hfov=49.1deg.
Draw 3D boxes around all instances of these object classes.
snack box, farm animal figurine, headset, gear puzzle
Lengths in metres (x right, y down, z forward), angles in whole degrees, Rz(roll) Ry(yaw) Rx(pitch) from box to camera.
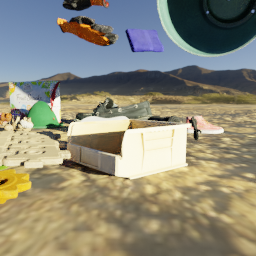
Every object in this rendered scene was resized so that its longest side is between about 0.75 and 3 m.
[{"bbox_3d":[-3.478,-0.967,10.399,2.143,1.524,0.568,3,7,30],"label":"snack box"},{"bbox_3d":[-2.935,-0.077,7.234,0.939,0.495,0.950,11,-5,-16],"label":"farm animal figurine"},{"bbox_3d":[0.742,0.129,5.486,1.592,0.748,0.983,-20,11,-25],"label":"headset"},{"bbox_3d":[-1.420,0.403,3.380,1.366,0.345,2.637,0,9,-19],"label":"gear puzzle"}]

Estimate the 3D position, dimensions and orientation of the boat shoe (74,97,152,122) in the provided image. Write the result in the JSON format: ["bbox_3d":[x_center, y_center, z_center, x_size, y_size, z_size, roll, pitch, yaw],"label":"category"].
[{"bbox_3d":[-0.525,-0.547,9.204,2.825,0.937,1.056,3,7,30],"label":"boat shoe"}]

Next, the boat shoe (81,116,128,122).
[{"bbox_3d":[-0.605,-0.054,7.334,1.290,0.443,0.365,-3,-18,-9],"label":"boat shoe"}]

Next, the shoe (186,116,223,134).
[{"bbox_3d":[1.977,-0.093,7.269,0.967,0.440,0.346,1,6,11],"label":"shoe"}]

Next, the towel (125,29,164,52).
[{"bbox_3d":[0.602,-3.191,10.331,1.338,0.988,0.331,-7,-22,-29],"label":"towel"}]

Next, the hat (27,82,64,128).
[{"bbox_3d":[-2.785,-0.803,8.996,1.404,1.492,1.695,-2,6,-18],"label":"hat"}]

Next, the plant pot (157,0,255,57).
[{"bbox_3d":[1.863,-2.607,5.521,2.187,2.187,1.466,4,21,32],"label":"plant pot"}]

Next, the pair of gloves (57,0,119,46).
[{"bbox_3d":[-1.585,-3.693,9.112,2.433,0.338,2.730,20,-18,17],"label":"pair of gloves"}]

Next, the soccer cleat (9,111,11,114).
[{"bbox_3d":[-4.644,-0.532,11.620,0.438,0.526,1.297,42,-11,1],"label":"soccer cleat"}]

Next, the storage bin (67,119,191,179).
[{"bbox_3d":[-0.024,0.210,3.757,1.202,0.568,1.211,-4,8,-40],"label":"storage bin"}]
